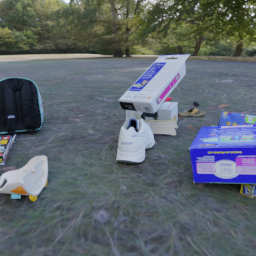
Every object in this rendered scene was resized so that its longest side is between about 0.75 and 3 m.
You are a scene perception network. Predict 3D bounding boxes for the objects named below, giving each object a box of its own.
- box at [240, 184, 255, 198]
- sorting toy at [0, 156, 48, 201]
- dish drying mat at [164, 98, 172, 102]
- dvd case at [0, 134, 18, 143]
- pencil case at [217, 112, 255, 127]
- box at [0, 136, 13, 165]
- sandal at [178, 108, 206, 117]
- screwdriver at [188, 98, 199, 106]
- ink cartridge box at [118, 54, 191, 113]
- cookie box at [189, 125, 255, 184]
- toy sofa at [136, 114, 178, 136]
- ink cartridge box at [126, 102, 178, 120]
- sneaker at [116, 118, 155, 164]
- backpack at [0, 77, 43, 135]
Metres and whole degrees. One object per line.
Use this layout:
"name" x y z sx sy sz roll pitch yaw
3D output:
"box" 3.178 1.362 6.932 0.987 0.346 0.317 -15 23 -39
"sorting toy" -2.706 1.292 6.778 1.202 0.713 1.335 -5 18 9
"dish drying mat" 2.365 -1.708 16.986 0.382 0.090 0.994 8 20 25
"dvd case" -4.693 0.426 10.287 1.134 0.091 0.843 -5 17 -13
"pencil case" 4.537 0.076 9.657 2.795 1.091 1.214 6 48 19
"box" -4.427 0.736 8.892 1.192 0.347 1.741 -5 18 -14
"sandal" 3.100 -0.773 13.566 1.389 0.375 0.558 -1 18 -2
"screwdriver" 3.772 -1.515 16.175 0.241 0.231 1.654 29 13 -11
"ink cartridge box" 1.016 -1.622 9.724 1.350 0.529 2.851 10 51 41
"cookie box" 2.965 0.598 7.480 2.205 0.969 2.578 -3 10 22
"toy sofa" 1.102 -0.082 11.144 1.693 0.826 0.701 0 -7 1
"ink cartridge box" 1.101 -0.688 12.530 2.024 0.838 1.475 6 19 19
"sneaker" 0.325 0.168 9.254 1.051 1.228 2.820 2 17 9
"backpack" -4.351 -0.923 11.116 1.876 2.134 1.636 -6 11 -13
